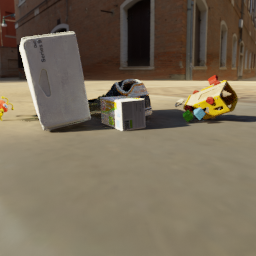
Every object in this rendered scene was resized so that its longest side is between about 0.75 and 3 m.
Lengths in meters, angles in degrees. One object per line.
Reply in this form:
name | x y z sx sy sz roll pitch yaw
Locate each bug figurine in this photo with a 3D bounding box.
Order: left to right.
bug figurine | -4.129 -1.244 7.891 0.544 2.113 1.639 -41 37 -16

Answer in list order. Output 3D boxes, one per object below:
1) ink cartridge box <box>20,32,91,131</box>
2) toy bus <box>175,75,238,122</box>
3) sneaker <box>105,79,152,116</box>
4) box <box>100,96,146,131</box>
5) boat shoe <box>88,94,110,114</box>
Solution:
ink cartridge box | -2.069 -1.324 7.629 1.236 2.147 2.942 -14 17 -18
toy bus | 2.366 -0.686 8.260 1.557 0.853 1.651 -41 17 11
sneaker | -0.093 -1.076 9.223 1.057 1.071 2.696 -15 16 -27
box | -0.164 -0.422 7.283 0.669 0.742 1.320 -8 13 -26
boat shoe | -0.838 -0.787 8.817 0.563 0.471 1.576 -34 15 -34
